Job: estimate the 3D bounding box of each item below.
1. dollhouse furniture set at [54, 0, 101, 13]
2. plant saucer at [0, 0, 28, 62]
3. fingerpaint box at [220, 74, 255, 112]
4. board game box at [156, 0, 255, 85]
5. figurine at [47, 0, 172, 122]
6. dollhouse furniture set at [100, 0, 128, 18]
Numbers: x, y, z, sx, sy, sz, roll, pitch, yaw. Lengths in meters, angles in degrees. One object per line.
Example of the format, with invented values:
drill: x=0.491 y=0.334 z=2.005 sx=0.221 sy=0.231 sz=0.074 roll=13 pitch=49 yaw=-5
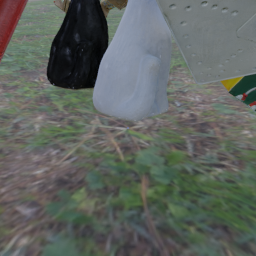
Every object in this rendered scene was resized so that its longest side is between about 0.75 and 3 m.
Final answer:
dollhouse furniture set: x=-1.268 y=-4.062 z=8.126 sx=1.091 sy=1.556 sz=1.097 roll=35 pitch=-7 yaw=-15
plant saucer: x=-3.005 y=-1.527 z=4.029 sx=0.535 sy=2.917 sz=2.912 roll=35 pitch=14 yaw=14
fingerpaint box: x=2.546 y=-2.031 z=5.475 sx=1.025 sy=2.332 sz=2.795 roll=27 pitch=28 yaw=-27
board game box: x=1.710 y=-1.345 z=3.356 sx=2.259 sy=2.259 sz=0.292 roll=-9 pitch=68 yaw=23
figurine: x=-0.244 y=-1.652 z=4.016 sx=1.118 sy=2.534 sz=2.598 roll=-8 pitch=25 yaw=-36
dollhouse furniture set: x=-0.740 y=-3.126 z=6.227 sx=1.711 sy=1.114 sz=1.572 roll=28 pitch=-15 yaw=-33
